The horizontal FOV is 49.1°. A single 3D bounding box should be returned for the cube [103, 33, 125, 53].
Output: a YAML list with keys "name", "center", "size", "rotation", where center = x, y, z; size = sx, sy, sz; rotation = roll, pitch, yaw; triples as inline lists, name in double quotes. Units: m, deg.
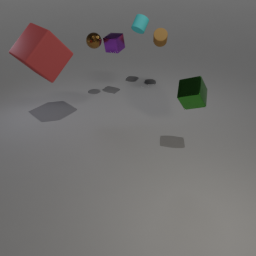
- name: "cube"
  center: [-0.636, -3.948, 12.999]
  size: [0.700, 0.700, 0.700]
  rotation: [13, 43, 28]

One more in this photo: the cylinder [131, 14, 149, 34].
- name: "cylinder"
  center: [0.608, -5.200, 14.012]
  size: [0.700, 0.700, 0.700]
  rotation: [23, -2, 1]

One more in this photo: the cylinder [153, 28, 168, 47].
- name: "cylinder"
  center: [1.630, -4.555, 14.099]
  size: [0.700, 0.700, 0.700]
  rotation: [3, -8, 5]

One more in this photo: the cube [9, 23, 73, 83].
- name: "cube"
  center: [-3.220, -2.794, 10.440]
  size: [1.400, 1.400, 1.400]
  rotation: [32, 86, 37]

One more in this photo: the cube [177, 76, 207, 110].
- name: "cube"
  center: [1.985, -1.066, 8.609]
  size: [0.700, 0.700, 0.700]
  rotation: [-6, 58, 31]

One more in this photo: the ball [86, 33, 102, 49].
- name: "ball"
  center: [-1.535, -3.933, 12.614]
  size: [0.700, 0.700, 0.700]
  rotation: [0, 30, 0]
